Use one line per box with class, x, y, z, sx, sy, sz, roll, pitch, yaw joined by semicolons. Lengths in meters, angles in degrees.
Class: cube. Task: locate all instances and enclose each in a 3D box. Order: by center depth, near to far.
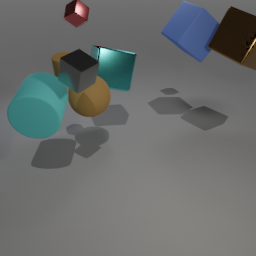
cube;-1.244;-1.435;7.053;0.700;0.700;0.700;35;46;14
cube;3.787;-2.886;9.152;1.400;1.400;1.400;-1;36;-47
cube;2.374;-3.546;10.315;1.400;1.400;1.400;25;20;-35
cube;-0.666;-2.265;10.563;1.400;1.400;1.400;6;16;-21
cube;-2.087;-4.666;11.392;0.700;0.700;0.700;-11;-24;38

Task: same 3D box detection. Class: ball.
ball;-1.271;-1.058;9.232;1.400;1.400;1.400;0;29;0

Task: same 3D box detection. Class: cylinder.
cylinder;-2.492;-0.654;7.928;1.400;1.400;1.400;-1;37;-1
cylinder;-1.997;-1.927;8.808;0.700;0.700;0.700;0;40;0
